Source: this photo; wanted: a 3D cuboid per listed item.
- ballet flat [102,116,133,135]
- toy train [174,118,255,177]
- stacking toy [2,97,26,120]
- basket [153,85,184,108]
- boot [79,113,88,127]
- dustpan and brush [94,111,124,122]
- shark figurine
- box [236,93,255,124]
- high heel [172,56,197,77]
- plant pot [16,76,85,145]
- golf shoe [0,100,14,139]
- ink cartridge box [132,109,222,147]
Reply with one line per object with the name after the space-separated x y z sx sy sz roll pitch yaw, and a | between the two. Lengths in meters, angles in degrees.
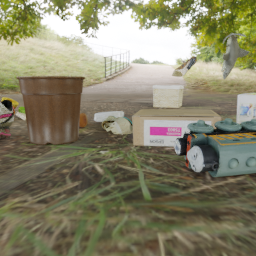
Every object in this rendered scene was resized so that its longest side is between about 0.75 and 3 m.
-0.394 -0.028 9.320 0.590 0.638 1.892 -32 15 -16 | ballet flat
2.048 0.389 5.288 2.230 0.950 1.271 -2 18 -12 | toy train
-5.458 -0.606 13.187 1.864 0.870 2.059 26 11 -4 | stacking toy
2.901 -2.290 20.002 1.963 1.578 1.945 2 9 19 | basket
-2.258 -0.279 10.456 1.120 0.553 1.442 -8 12 -40 | boot
-0.885 -0.399 11.775 1.339 0.549 1.918 -5 2 5 | dustpan and brush
3.351 -2.439 8.624 0.752 1.077 1.802 15 -27 20 | shark figurine
5.386 -0.575 10.000 1.398 1.259 2.485 -9 13 -42 | box
2.780 -3.004 13.744 1.341 0.479 0.956 -20 30 54 | high heel
-2.130 -0.541 8.000 1.857 1.838 1.857 0 9 0 | plant pot
-3.977 -0.418 7.357 0.988 1.253 2.722 10 -3 6 | golf shoe
1.361 -0.054 8.002 2.282 0.857 1.880 2 10 10 | ink cartridge box
